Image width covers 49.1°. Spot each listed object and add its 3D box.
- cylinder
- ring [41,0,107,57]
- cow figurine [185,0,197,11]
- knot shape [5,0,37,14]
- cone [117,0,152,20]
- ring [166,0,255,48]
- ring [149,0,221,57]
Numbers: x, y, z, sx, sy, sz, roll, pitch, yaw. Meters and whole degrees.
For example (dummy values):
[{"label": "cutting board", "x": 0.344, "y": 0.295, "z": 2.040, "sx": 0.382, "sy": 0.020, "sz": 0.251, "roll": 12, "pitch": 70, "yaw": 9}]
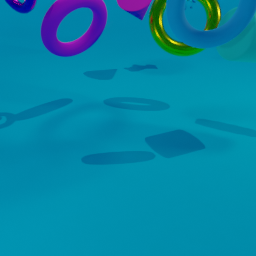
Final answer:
[{"label": "cylinder", "x": 2.380, "y": -1.769, "z": 5.417, "sx": 0.967, "sy": 0.967, "sz": 0.967, "roll": -4, "pitch": 29, "yaw": -27}, {"label": "ring", "x": -1.325, "y": -2.571, "z": 7.071, "sx": 1.857, "sy": 1.857, "sz": 0.371, "roll": -25, "pitch": 67, "yaw": -35}, {"label": "cow figurine", "x": 1.995, "y": -4.884, "z": 9.972, "sx": 0.675, "sy": 1.211, "sz": 1.230, "roll": -2, "pitch": 6, "yaw": 32}, {"label": "knot shape", "x": -2.335, "y": -3.016, "z": 5.945, "sx": 1.515, "sy": 0.700, "sz": 1.417, "roll": 4, "pitch": -9, "yaw": -38}, {"label": "cone", "x": 0.376, "y": -4.201, "z": 9.850, "sx": 1.264, "sy": 1.268, "sz": 1.264, "roll": -4, "pitch": 71, "yaw": 13}, {"label": "ring", "x": 1.369, "y": -2.009, "z": 4.551, "sx": 1.503, "sy": 1.503, "sz": 0.301, "roll": -1, "pitch": 42, "yaw": -2}, {"label": "ring", "x": 1.479, "y": -2.828, "z": 7.306, "sx": 1.881, "sy": 1.881, "sz": 0.376, "roll": 1, "pitch": 9, "yaw": 2}]
